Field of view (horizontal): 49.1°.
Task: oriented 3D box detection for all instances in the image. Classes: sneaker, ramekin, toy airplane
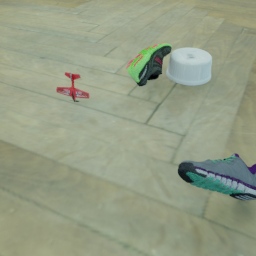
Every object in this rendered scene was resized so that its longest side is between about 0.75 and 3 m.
[{"bbox_3d":[1.895,0.856,5.815,1.994,0.742,0.873,22,65,-21],"label":"sneaker"},{"bbox_3d":[2.286,-2.321,10.349,1.671,0.815,1.671,0,39,0],"label":"ramekin"},{"bbox_3d":[0.806,-2.237,9.790,0.917,1.001,2.390,1,36,44],"label":"sneaker"},{"bbox_3d":[-1.674,-1.242,8.443,1.111,1.111,0.204,10,43,12],"label":"toy airplane"}]
